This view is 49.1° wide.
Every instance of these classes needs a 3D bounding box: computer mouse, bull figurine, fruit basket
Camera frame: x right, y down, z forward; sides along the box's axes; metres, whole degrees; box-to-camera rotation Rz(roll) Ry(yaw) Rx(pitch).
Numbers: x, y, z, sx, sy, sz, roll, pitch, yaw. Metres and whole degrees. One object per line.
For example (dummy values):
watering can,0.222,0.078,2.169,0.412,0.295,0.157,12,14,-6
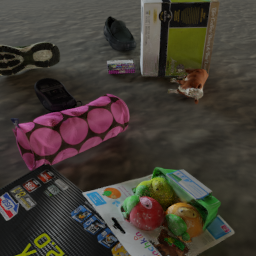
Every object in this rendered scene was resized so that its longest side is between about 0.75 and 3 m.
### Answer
computer mouse,-2.011,-0.713,7.763,1.286,0.489,1.856,-19,50,-28
bull figurine,1.870,-1.338,8.513,1.079,0.579,1.777,15,37,21
fruit basket,0.491,1.226,4.245,1.805,0.846,1.672,1,26,-41

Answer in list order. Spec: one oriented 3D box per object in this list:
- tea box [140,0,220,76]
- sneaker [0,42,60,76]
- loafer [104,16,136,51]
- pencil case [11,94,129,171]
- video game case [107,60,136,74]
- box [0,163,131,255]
tea box,1.616,-3.186,9.599,2.362,2.401,1.604,0,34,0
sneaker,-3.923,-2.540,10.149,2.766,1.064,1.226,-9,21,-21
loafer,-0.437,-4.137,12.230,1.000,1.034,2.945,-12,36,-17
pencil case,-1.210,-0.029,6.201,2.439,1.107,1.143,-21,31,-31
video game case,-0.263,-2.229,10.184,0.983,0.176,0.891,-4,34,-5
box,-1.224,1.844,3.770,2.808,0.621,2.249,29,43,35
